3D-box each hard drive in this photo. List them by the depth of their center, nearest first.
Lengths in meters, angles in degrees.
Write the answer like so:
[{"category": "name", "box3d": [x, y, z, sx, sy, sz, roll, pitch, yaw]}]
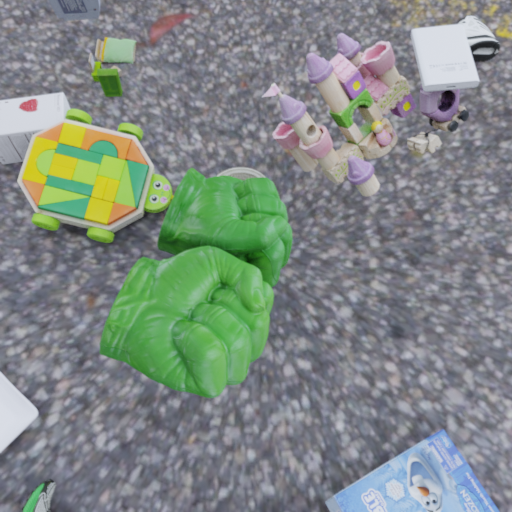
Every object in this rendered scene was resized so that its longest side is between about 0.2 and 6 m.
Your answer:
[{"category": "hard drive", "box3d": [3.054, -3.236, 9.129, 0.851, 0.172, 1.290, -4, 62, 4]}]

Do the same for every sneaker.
[{"category": "sneaker", "box3d": [-3.475, 4.590, 9.125, 0.762, 0.698, 1.789, 4, 71, -6]}, {"category": "sneaker", "box3d": [5.114, -5.637, 14.458, 2.074, 0.783, 1.193, 2, 53, -7]}]

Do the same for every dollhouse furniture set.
[{"category": "dollhouse furniture set", "box3d": [-3.611, -4.962, 13.990, 0.985, 0.761, 1.970, 0, 62, -1]}]

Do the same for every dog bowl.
[{"category": "dog bowl", "box3d": [-0.342, -1.195, 12.153, 1.441, 0.531, 1.441, 0, 63, 0]}]

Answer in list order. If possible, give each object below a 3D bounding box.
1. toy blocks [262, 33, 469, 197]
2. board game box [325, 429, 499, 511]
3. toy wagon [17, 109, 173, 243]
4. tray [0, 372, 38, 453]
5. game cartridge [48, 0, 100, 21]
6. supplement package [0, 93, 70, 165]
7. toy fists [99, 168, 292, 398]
[{"category": "toy blocks", "box3d": [1.675, -2.801, 9.968, 2.532, 2.280, 2.709, -44, 36, -4]}, {"category": "board game box", "box3d": [2.767, 4.439, 8.937, 2.426, 0.529, 2.438, -21, 64, -24]}, {"category": "toy wagon", "box3d": [-3.176, -1.628, 11.914, 3.365, 0.666, 2.611, 14, 78, -4]}, {"category": "tray", "box3d": [-5.500, 3.454, 9.824, 1.689, 0.349, 3.145, 37, 68, 18]}, {"category": "game cartridge", "box3d": [-3.182, -4.563, 9.660, 0.866, 1.300, 0.266, -1, 77, -2]}, {"category": "supplement package", "box3d": [-5.090, -2.896, 12.755, 1.729, 1.035, 1.048, -9, 63, -5]}, {"category": "toy fists", "box3d": [-0.602, 0.181, 8.631, 2.147, 1.448, 4.211, 20, 44, -2]}]
